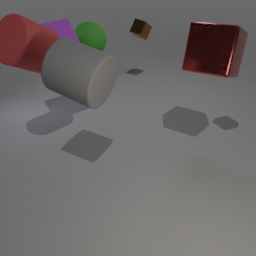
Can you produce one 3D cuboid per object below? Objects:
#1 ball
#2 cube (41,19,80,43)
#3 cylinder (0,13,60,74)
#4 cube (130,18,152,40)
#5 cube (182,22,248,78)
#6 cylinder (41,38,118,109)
[{"bbox_3d":[-1.594,-3.670,11.629,1.400,1.400,1.400,0,32,0],"label":"ball"},{"bbox_3d":[-2.618,-2.813,10.088,1.400,1.400,1.400,-25,-3,-26],"label":"cube"},{"bbox_3d":[-2.907,-2.402,8.195,1.400,1.400,1.400,17,7,26],"label":"cylinder"},{"bbox_3d":[0.640,-4.922,13.964,0.700,0.700,0.700,29,10,29],"label":"cube"},{"bbox_3d":[2.656,-2.345,8.527,1.400,1.400,1.400,17,18,29],"label":"cube"},{"bbox_3d":[-1.187,-1.370,7.060,1.400,1.400,1.400,25,38,15],"label":"cylinder"}]
